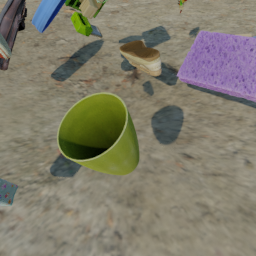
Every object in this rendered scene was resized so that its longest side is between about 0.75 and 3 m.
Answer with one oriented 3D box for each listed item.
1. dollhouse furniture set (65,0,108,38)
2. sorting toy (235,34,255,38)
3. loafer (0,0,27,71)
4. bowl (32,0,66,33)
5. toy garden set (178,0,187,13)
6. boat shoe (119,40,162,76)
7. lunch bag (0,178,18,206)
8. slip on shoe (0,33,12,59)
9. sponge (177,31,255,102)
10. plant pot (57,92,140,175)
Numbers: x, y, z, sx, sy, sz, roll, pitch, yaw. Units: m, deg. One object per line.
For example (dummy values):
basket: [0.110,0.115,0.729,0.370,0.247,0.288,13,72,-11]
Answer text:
dollhouse furniture set: [-0.655,-4.044,8.262,1.211,2.414,1.581,1,55,-45]
sorting toy: [3.130,-2.324,7.636,0.868,0.489,0.118,9,59,33]
loafer: [-3.329,-2.793,7.922,0.919,0.805,2.556,-7,59,56]
bowl: [-1.506,-2.670,5.830,0.288,1.467,1.467,35,34,-21]
toy garden set: [1.946,-4.679,10.022,0.225,1.126,0.938,10,71,-2]
boat shoe: [0.325,-2.022,8.130,0.724,0.655,2.032,-27,35,-8]
lunch bag: [-2.342,1.002,4.640,0.756,0.644,0.461,8,68,15]
slip on shoe: [-1.609,-1.027,2.731,0.324,1.058,0.392,-40,48,10]
sponge: [2.725,-1.637,7.269,2.712,0.404,1.513,26,89,41]
plant pot: [-0.247,0.214,3.763,0.966,1.032,0.966,-13,55,19]
